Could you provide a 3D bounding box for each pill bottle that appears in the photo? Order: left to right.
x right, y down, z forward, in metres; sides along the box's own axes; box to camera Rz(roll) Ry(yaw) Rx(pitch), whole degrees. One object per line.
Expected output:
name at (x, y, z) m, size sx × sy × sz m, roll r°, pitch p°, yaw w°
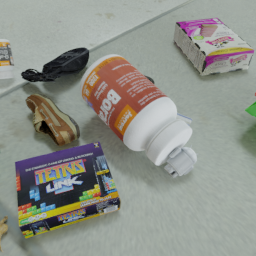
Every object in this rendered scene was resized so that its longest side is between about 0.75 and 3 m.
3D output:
pill bottle at (-4.047, -2.190, 8.978) m, size 0.690 × 1.187 × 0.690 m, roll -7°, pitch 10°, yaw 1°
pill bottle at (0.176, -0.449, 6.875) m, size 1.543 × 1.543 × 2.750 m, roll -31°, pitch 63°, yaw -28°

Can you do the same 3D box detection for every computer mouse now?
computer mouse at (-2.147, -1.954, 9.174) m, size 1.623 × 0.618 × 2.343 m, roll 12°, pitch 40°, yaw 37°

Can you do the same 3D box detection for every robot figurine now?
robot figurine at (1.237, 0.767, 6.430) m, size 0.831 × 0.705 × 0.469 m, roll -42°, pitch 28°, yaw -5°

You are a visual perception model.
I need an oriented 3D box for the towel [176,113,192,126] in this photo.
towel at (1.273, -0.056, 7.651) m, size 0.720 × 0.117 × 0.980 m, roll 22°, pitch 50°, yaw 18°

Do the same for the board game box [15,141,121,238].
board game box at (-1.329, 1.226, 6.028) m, size 1.971 × 0.559 × 1.629 m, roll -14°, pitch 47°, yaw -14°

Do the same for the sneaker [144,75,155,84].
sneaker at (-0.242, -1.370, 8.562) m, size 2.102 × 0.798 × 0.954 m, roll -4°, pitch 36°, yaw -8°

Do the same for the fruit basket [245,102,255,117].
fruit basket at (4.191, -1.458, 6.957) m, size 2.899 × 2.091 × 2.899 m, roll 11°, pitch 64°, yaw -23°

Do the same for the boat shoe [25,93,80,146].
boat shoe at (-2.143, -0.227, 7.376) m, size 2.036 × 0.770 × 0.752 m, roll 33°, pitch 56°, yaw 30°

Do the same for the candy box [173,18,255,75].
candy box at (2.988, -3.047, 10.185) m, size 1.813 × 0.811 × 2.659 m, roll -10°, pitch 46°, yaw -11°

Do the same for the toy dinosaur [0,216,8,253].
toy dinosaur at (-2.547, 2.024, 5.459) m, size 0.385 × 0.221 × 0.761 m, roll -5°, pitch 45°, yaw -7°
